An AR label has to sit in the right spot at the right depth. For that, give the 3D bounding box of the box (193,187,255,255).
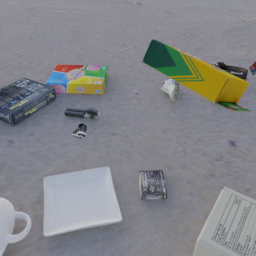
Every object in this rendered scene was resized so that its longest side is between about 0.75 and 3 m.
[{"bbox_3d":[2.992,2.869,6.094,2.751,1.499,1.759,22,43,26],"label":"box"}]

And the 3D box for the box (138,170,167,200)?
[{"bbox_3d":[0.747,1.727,8.598,0.781,0.238,0.986,-2,38,-3],"label":"box"}]

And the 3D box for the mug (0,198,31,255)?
[{"bbox_3d":[-3.232,2.444,6.939,1.594,1.177,1.397,3,23,-3],"label":"mug"}]

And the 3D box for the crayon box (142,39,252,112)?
[{"bbox_3d":[1.828,-1.266,6.864,2.597,0.660,1.648,37,23,29],"label":"crayon box"}]

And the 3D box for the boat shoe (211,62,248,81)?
[{"bbox_3d":[4.705,-2.924,14.110,0.988,0.807,2.674,-31,48,-34],"label":"boat shoe"}]

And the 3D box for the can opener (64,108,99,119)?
[{"bbox_3d":[-1.884,-0.667,11.522,1.508,0.501,0.397,4,39,13],"label":"can opener"}]

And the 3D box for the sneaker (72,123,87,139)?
[{"bbox_3d":[-1.213,0.067,7.171,0.262,0.789,0.357,21,75,-23],"label":"sneaker"}]

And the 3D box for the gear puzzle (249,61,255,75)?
[{"bbox_3d":[4.827,-2.328,10.302,0.824,0.427,0.108,-43,26,-3],"label":"gear puzzle"}]

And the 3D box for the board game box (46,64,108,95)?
[{"bbox_3d":[-2.395,-2.404,13.666,2.646,0.534,2.024,2,38,2],"label":"board game box"}]

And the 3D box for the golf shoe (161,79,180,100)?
[{"bbox_3d":[1.927,-1.722,12.873,0.834,0.672,1.715,-9,30,16],"label":"golf shoe"}]

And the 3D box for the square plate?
[{"bbox_3d":[-1.370,2.076,8.109,2.061,0.296,2.081,-9,39,-10],"label":"square plate"}]

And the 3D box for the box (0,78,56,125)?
[{"bbox_3d":[-4.678,-1.236,12.080,1.962,0.635,2.488,19,41,24],"label":"box"}]
